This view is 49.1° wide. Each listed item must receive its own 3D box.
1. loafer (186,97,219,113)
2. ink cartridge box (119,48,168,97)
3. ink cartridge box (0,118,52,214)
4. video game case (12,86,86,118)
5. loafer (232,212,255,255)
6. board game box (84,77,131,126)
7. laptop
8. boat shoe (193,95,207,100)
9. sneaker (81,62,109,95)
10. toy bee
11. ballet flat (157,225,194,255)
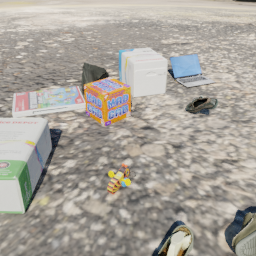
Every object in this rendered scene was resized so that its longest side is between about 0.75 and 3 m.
[{"bbox_3d":[2.769,-0.958,10.895,0.500,0.572,1.591,21,-15,-27],"label":"loafer"},{"bbox_3d":[0.664,-2.729,13.479,1.668,1.660,2.273,-9,31,-15],"label":"ink cartridge box"},{"bbox_3d":[-3.484,0.867,7.686,2.078,1.251,2.859,0,31,-1],"label":"ink cartridge box"},{"bbox_3d":[-3.464,-1.203,12.259,2.937,0.256,2.100,-9,31,-15],"label":"video game case"},{"bbox_3d":[2.737,2.230,6.100,1.631,0.613,0.568,-16,22,-34],"label":"loafer"},{"bbox_3d":[-0.788,-1.067,10.967,1.305,1.304,1.304,-23,38,-34],"label":"board game box"},{"bbox_3d":[3.348,-2.993,14.538,1.747,1.081,1.866,-13,32,-20],"label":"laptop"},{"bbox_3d":[3.216,-1.274,12.330,0.895,0.306,0.330,-12,32,-20],"label":"boat shoe"},{"bbox_3d":[-1.599,-2.486,13.732,1.349,1.129,2.973,4,32,-8],"label":"sneaker"},{"bbox_3d":[-0.203,1.278,7.651,0.706,0.587,1.079,7,31,13],"label":"toy bee"},{"bbox_3d":[0.746,2.569,5.413,0.611,0.578,1.814,18,35,29],"label":"ballet flat"}]
